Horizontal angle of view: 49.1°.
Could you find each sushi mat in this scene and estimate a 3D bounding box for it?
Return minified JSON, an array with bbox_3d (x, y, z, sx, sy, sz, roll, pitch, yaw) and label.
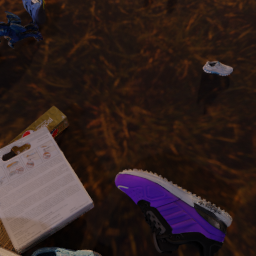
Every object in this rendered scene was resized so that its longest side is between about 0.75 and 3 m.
[{"bbox_3d":[-2.795,2.291,5.774,1.363,0.172,2.850,28,63,12],"label":"sushi mat"}]

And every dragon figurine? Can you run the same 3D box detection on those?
[{"bbox_3d":[-3.177,-2.751,7.626,0.959,1.928,0.567,-35,74,16],"label":"dragon figurine"}]

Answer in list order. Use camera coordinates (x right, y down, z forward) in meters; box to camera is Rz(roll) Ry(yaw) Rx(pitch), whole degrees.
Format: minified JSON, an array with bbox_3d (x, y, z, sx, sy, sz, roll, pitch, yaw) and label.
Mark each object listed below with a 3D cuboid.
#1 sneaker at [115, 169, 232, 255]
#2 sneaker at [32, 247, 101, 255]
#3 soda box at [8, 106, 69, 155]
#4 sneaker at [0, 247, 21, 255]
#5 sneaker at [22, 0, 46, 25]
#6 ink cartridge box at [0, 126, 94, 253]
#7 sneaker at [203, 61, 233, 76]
[{"bbox_3d":[0.736,1.824,5.721,2.565,0.892,1.276,24,67,11],"label":"sneaker"},{"bbox_3d":[-1.193,2.640,5.484,1.456,0.597,0.538,1,65,1],"label":"sneaker"},{"bbox_3d":[-2.132,0.144,6.795,0.485,0.459,1.433,39,69,16],"label":"soda box"},{"bbox_3d":[-3.236,2.734,4.936,2.762,1.018,1.596,9,63,11],"label":"sneaker"},{"bbox_3d":[-2.914,-3.716,8.662,0.636,0.572,1.546,-8,55,-8],"label":"sneaker"},{"bbox_3d":[-1.987,1.243,6.042,1.710,0.600,2.104,-30,66,-19],"label":"ink cartridge box"},{"bbox_3d":[2.528,-1.683,7.767,0.815,0.353,0.306,6,63,2],"label":"sneaker"}]
